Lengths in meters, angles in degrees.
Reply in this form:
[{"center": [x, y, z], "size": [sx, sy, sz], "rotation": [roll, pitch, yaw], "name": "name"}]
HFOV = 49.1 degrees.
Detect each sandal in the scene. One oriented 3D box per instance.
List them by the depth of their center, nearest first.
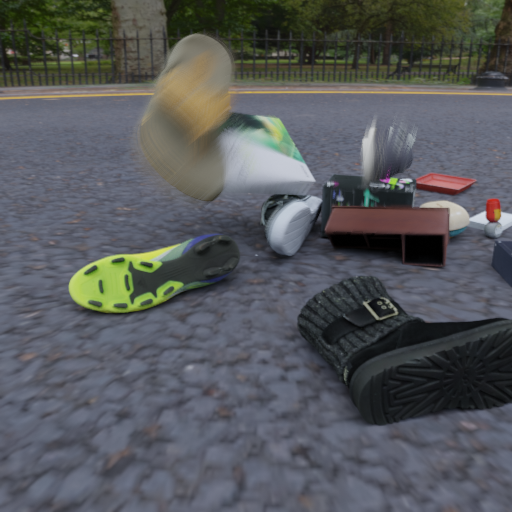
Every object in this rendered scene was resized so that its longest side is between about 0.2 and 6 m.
[{"center": [-0.886, -2.402, 8.638], "size": [1.403, 0.943, 3.493], "rotation": [20, 53, -21], "name": "sandal"}]

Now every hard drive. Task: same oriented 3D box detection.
[{"center": [4.915, -0.725, 11.634], "size": [1.059, 0.141, 0.698], "rotation": [-21, 30, -41], "name": "hard drive"}]

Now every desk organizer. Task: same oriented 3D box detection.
[{"center": [2.284, -0.356, 9.804], "size": [2.055, 0.737, 0.791], "rotation": [3, 36, 20], "name": "desk organizer"}]

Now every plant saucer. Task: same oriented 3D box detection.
[{"center": [4.783, -1.818, 14.300], "size": [1.246, 0.229, 1.243], "rotation": [16, 27, 37], "name": "plant saucer"}]

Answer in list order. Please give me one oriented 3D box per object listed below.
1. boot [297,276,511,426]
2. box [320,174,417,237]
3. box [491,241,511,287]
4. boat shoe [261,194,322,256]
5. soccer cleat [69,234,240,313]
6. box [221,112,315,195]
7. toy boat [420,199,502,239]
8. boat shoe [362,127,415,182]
[{"center": [1.854, 0.890, 6.439], "size": [2.461, 0.926, 1.840], "rotation": [-5, 22, -12], "name": "boot"}, {"center": [2.194, -0.943, 10.911], "size": [1.685, 1.047, 1.251], "rotation": [6, 20, 17], "name": "box"}, {"center": [4.382, 0.118, 9.027], "size": [0.828, 0.473, 0.910], "rotation": [1, 21, 2], "name": "box"}, {"center": [0.510, -0.678, 10.341], "size": [0.935, 0.950, 2.636], "rotation": [21, 17, 12], "name": "boat shoe"}, {"center": [-1.488, 0.302, 8.458], "size": [2.626, 0.849, 1.098], "rotation": [-16, -2, -27], "name": "soccer cleat"}, {"center": [-0.212, -1.847, 9.903], "size": [2.321, 0.422, 1.675], "rotation": [-2, 56, -39], "name": "box"}, {"center": [3.923, -0.642, 10.818], "size": [1.611, 0.749, 1.354], "rotation": [-5, 17, 7], "name": "toy boat"}, {"center": [2.068, -1.546, 8.541], "size": [0.712, 0.824, 2.269], "rotation": [-4, 13, 17], "name": "boat shoe"}]
